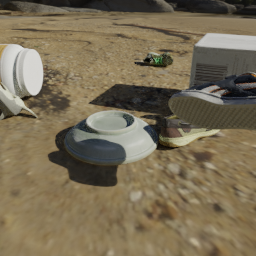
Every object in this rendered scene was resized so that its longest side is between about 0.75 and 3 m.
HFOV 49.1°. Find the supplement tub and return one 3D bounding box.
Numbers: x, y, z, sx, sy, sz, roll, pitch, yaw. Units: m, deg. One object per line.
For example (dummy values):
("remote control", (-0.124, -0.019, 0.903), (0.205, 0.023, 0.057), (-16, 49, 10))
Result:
("supplement tub", (-4.449, -1.953, 9.661), (2.533, 1.832, 1.832), (3, 26, 6))

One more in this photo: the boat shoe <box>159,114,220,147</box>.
("boat shoe", (1.742, -0.191, 7.215), (0.877, 0.776, 2.395), (20, 31, 40))

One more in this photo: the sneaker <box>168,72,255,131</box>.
("sneaker", (1.685, -0.447, 4.734), (2.012, 0.789, 0.799), (11, 51, 42))

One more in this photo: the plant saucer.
("plant saucer", (-0.414, 0.056, 6.962), (2.345, 0.589, 2.345), (0, 25, 0))

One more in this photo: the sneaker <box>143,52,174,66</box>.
("sneaker", (1.473, -3.371, 14.084), (1.777, 0.683, 0.787), (16, 39, 43))

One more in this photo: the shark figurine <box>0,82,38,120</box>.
("shark figurine", (-3.593, -0.664, 7.759), (1.548, 2.590, 1.081), (41, 82, 15))

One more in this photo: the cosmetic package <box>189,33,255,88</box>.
("cosmetic package", (3.185, -1.678, 8.756), (2.105, 2.103, 2.551), (10, 29, 20))
